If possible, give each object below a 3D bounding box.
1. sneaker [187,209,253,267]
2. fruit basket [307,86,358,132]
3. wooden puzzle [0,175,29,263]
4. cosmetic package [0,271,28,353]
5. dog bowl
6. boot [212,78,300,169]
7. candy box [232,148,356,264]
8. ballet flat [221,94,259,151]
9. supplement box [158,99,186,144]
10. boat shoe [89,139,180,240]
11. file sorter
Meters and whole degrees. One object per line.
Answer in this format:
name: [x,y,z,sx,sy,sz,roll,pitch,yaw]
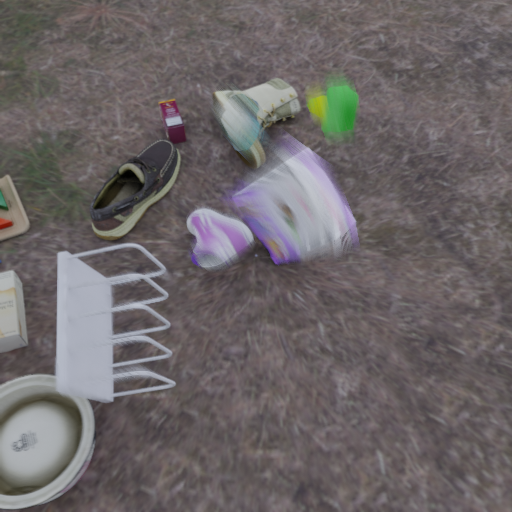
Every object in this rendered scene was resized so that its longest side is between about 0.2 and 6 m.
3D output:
sneaker: [-1.034,-0.325,10.925,1.067,0.678,1.871,-43,32,-22]
fruit basket: [1.377,-2.693,10.227,0.622,0.862,0.862,-17,55,-35]
wooden puzzle: [-5.971,-0.892,11.934,1.996,0.346,2.958,-31,62,-19]
cosmetic package: [-4.780,1.060,10.498,0.760,0.513,1.444,-16,57,-11]
dog bowl: [-3.569,3.018,9.015,2.103,0.775,2.103,0,57,0]
boot: [0.216,-3.213,13.203,1.899,0.885,2.455,-19,57,-13]
candy box: [0.661,-0.876,10.555,0.692,1.936,1.624,-38,98,-34]
ballet flat: [-0.359,-2.656,10.903,0.770,0.770,2.074,-1,29,-1]
supplement box: [-2.003,-3.204,13.383,0.415,0.535,0.969,-15,57,-10]
boat shoe: [-2.542,-1.605,12.054,1.050,0.929,2.868,19,58,13]
file sorter: [-2.239,1.093,9.198,1.387,1.545,2.227,-12,67,9]
